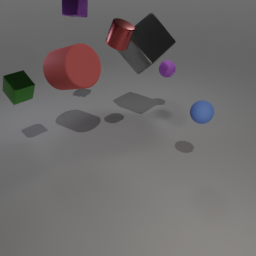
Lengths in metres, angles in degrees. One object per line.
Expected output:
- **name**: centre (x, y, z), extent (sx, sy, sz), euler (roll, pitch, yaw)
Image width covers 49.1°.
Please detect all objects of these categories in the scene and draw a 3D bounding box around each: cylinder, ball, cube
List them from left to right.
- **cube**: centre (-3.508, -1.296, 8.980), extent (0.700, 0.700, 0.700), euler (-30, 71, -39)
- **cylinder**: centre (-1.859, -1.989, 9.296), extent (1.400, 1.400, 1.400), euler (4, 25, 45)
- **cube**: centre (-1.960, -4.500, 10.352), extent (0.700, 0.700, 0.700), euler (11, 20, 19)
- **cylinder**: centre (-0.235, -2.793, 8.381), extent (0.700, 0.700, 0.700), euler (17, 38, -14)
- **cube**: centre (0.624, -3.128, 10.537), extent (1.400, 1.400, 1.400), euler (-45, 10, -17)
- **ball**: centre (1.635, -2.460, 11.668), extent (0.700, 0.700, 0.700), euler (0, 30, 0)
- **ball**: centre (2.202, -0.473, 8.343), extent (0.700, 0.700, 0.700), euler (0, 30, 0)
